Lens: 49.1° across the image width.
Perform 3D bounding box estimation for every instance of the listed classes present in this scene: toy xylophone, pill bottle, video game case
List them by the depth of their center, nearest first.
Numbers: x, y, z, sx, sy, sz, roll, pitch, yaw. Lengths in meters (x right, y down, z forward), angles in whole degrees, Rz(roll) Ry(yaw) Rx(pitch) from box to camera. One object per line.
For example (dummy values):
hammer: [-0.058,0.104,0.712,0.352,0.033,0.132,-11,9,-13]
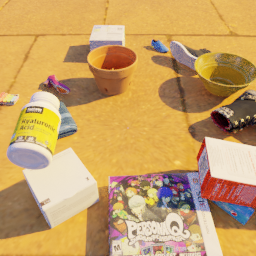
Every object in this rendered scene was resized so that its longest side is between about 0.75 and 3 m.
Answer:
pill bottle: [-2.237,0.010,6.943,1.023,1.023,1.839,1,52,1]
video game case: [0.820,2.307,7.355,2.676,0.479,2.425,-2,45,-2]
toy xylophone: [-4.757,-1.197,11.092,0.956,0.240,0.700,3,44,3]

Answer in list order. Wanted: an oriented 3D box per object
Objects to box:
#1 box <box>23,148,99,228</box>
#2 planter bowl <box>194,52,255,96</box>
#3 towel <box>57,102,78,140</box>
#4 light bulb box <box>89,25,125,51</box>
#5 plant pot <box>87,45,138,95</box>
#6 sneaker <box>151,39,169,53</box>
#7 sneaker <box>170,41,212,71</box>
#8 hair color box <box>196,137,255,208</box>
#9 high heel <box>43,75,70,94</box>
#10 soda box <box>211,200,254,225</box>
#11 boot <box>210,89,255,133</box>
box: [-1.826,1.599,7.705,1.503,0.988,1.511,-26,50,-24]
planter bowl: [3.862,-2.018,11.369,2.472,1.029,2.472,0,45,0]
towel: [-2.491,-0.329,10.091,0.932,0.405,1.669,-20,48,-20]
light bulb box: [-0.958,-4.184,13.588,1.580,0.995,1.594,2,44,3]
plant pot: [-0.610,-2.286,11.385,1.978,1.384,1.978,0,44,0]
sneaker: [1.580,-4.100,13.930,0.358,0.426,1.086,-33,55,-32]
sneaker: [3.004,-3.448,13.055,1.115,0.795,2.249,-28,56,-28]
hair color box: [3.457,1.313,7.691,2.888,0.923,1.601,10,37,1]
high heel: [-2.806,-1.854,11.595,1.468,0.495,0.704,16,56,33]
soda box: [2.801,2.077,7.655,0.363,0.384,1.132,-33,53,-29]
boot: [4.401,-0.219,9.615,2.022,0.966,2.677,-24,44,-20]
